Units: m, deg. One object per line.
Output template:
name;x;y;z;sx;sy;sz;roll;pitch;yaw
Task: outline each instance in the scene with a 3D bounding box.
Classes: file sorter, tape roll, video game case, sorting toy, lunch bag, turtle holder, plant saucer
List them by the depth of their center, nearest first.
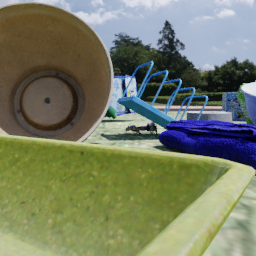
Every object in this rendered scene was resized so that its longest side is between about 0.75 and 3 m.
plant saucer;-1.432;0.532;0.809;2.951;0.707;2.947;3;6;32
sorting toy;-0.867;-0.296;6.127;1.195;0.816;1.989;-27;36;27
file sorter;0.921;-0.743;7.342;1.869;1.147;1.297;28;-5;-18
tape roll;2.991;-0.324;10.323;1.646;0.544;1.646;0;6;0
turtle holder;5.301;-1.057;10.506;2.760;1.960;2.097;1;6;7
lunch bag;-0.441;-1.447;12.898;2.092;1.778;1.333;-9;3;-33
video game case;5.150;-0.992;13.064;1.464;1.327;0.333;4;7;40

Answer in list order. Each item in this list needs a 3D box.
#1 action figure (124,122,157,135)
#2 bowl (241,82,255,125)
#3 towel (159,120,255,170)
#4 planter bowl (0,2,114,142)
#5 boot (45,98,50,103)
action figure;0.355;0.027;8.067;0.938;0.325;0.610;-4;13;-8
bowl;3.571;-0.264;5.758;2.458;1.105;2.458;-1;18;0
towel;1.943;0.153;4.963;1.903;0.639;2.578;-3;6;-22
planter bowl;-1.186;-0.490;3.888;1.933;1.933;1.301;-1;-9;-5
boot;-4.276;-0.926;12.564;2.397;1.089;2.852;2;17;45
